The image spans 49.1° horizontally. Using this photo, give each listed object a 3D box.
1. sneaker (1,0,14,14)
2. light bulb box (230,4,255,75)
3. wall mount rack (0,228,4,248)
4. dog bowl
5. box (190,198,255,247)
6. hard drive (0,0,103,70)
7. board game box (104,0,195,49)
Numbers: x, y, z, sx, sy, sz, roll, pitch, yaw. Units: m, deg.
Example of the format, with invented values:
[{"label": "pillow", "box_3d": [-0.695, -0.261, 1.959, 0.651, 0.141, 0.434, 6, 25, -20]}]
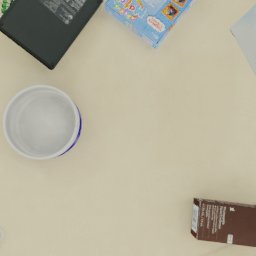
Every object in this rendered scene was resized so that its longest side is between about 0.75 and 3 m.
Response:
[{"label": "sneaker", "box_3d": [-2.536, -3.072, 6.971, 0.913, 0.837, 2.144, 3, 84, 0]}, {"label": "light bulb box", "box_3d": [3.322, -1.393, 4.298, 1.520, 2.435, 2.414, 14, 50, -33]}, {"label": "wall mount rack", "box_3d": [-3.606, 2.676, 6.651, 1.124, 0.419, 0.977, -35, 86, -4]}, {"label": "dog bowl", "box_3d": [-2.018, -0.120, 6.768, 1.755, 0.691, 1.755, 0, 85, 0]}, {"label": "box", "box_3d": [2.442, 2.222, 6.582, 1.782, 0.668, 0.892, 6, 84, -1]}, {"label": "hard drive", "box_3d": [-1.828, -2.766, 6.752, 1.565, 0.369, 2.242, 38, 80, -27]}, {"label": "board game box", "box_3d": [0.761, -3.447, 7.210, 1.706, 0.413, 2.256, 39, 86, 3]}]
